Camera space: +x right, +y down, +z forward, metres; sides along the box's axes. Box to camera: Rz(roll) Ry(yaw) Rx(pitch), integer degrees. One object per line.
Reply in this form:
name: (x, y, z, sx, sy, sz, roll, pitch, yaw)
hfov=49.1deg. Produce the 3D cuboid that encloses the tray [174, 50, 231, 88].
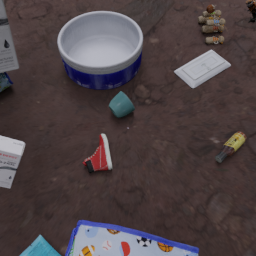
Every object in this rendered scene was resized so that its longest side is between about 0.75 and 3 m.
tray: (2.761, -2.251, 10.285, 1.967, 0.218, 1.056, -32, 63, -19)

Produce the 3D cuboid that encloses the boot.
boot: (-0.954, 0.730, 8.254, 0.836, 0.420, 1.159, -9, 61, -4)

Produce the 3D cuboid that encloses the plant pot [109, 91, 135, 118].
plant pot: (-0.244, -0.699, 9.000, 0.608, 0.758, 0.758, -38, 64, -7)

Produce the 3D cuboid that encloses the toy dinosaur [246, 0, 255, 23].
toy dinosaur: (3.424, -3.127, 7.362, 0.851, 0.435, 0.578, -2, 84, -12)

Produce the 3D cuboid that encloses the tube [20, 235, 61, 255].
tube: (-1.716, 3.273, 6.606, 1.723, 0.434, 0.667, 29, 45, 20)

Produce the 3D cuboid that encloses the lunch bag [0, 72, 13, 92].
lunch bag: (-5.131, -1.792, 9.491, 1.583, 1.186, 1.861, -39, 52, -20)

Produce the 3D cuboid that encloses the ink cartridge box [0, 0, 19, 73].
ink cartridge box: (-3.972, -2.573, 7.051, 1.764, 2.444, 1.024, -20, 49, -23)

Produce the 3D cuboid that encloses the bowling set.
bowling set: (3.461, -4.237, 11.044, 0.913, 1.184, 1.702, -5, 61, -5)

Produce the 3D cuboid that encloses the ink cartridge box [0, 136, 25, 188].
ink cartridge box: (-2.873, 0.756, 6.291, 0.795, 1.098, 0.463, 18, 30, -20)

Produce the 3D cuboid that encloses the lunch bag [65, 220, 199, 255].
lunch bag: (-0.137, 3.340, 5.798, 2.678, 1.658, 2.277, 16, 55, -3)

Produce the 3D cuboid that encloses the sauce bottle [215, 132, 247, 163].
sauce bottle: (3.055, 0.578, 8.354, 1.183, 0.390, 0.390, -39, 65, -23)

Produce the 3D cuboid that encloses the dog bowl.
dog bowl: (-0.949, -2.825, 10.087, 2.941, 1.159, 2.941, 0, 57, 0)
